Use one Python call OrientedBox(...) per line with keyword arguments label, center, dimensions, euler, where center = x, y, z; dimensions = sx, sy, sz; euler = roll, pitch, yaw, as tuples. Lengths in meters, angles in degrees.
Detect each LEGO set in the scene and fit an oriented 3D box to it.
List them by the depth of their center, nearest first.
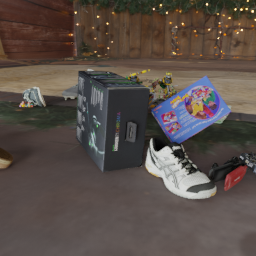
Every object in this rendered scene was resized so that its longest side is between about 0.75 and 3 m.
OrientedBox(label="LEGO set", center=(1.195, -1.798, 12.688), dimensions=(2.613, 2.009, 1.514), euler=(7, -18, -13))

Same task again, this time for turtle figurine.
OrientedBox(label="turtle figurine", center=(2.220, -1.909, 15.153), dimensions=(1.120, 0.831, 1.155), euler=(0, 14, 14))

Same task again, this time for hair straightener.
OrientedBox(label="hair straightener", center=(2.550, 0.909, 6.968), dimensions=(0.859, 0.457, 2.233), euler=(16, 24, 40))

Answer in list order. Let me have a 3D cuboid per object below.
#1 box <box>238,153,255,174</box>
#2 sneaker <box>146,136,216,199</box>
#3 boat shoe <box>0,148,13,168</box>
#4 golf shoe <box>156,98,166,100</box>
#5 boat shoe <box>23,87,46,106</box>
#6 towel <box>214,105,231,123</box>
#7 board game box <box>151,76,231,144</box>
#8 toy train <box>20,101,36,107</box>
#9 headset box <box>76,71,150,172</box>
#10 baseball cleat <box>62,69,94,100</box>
OrientedBox(label="box", center=(3.284, 0.894, 6.928), dimensions=(0.851, 0.185, 0.682), euler=(5, 28, -28))
OrientedBox(label="sneaker", center=(1.112, 0.835, 6.454), dimensions=(0.807, 0.936, 2.134), euler=(-10, 22, -33))
OrientedBox(label="boat shoe", center=(-4.176, 0.732, 7.105), dimensions=(2.357, 0.760, 0.840), euler=(15, 8, -11))
OrientedBox(label="golf shoe", center=(1.710, -1.209, 13.794), dimensions=(1.272, 0.498, 0.619), euler=(-4, -3, -19))
OrientedBox(label="boat shoe", center=(-4.712, -1.494, 13.919), dimensions=(0.826, 0.973, 2.674), euler=(-22, 22, -19))
OrientedBox(label="towel", center=(3.462, -0.736, 12.374), dimensions=(1.853, 0.284, 2.429), euler=(11, 21, 27))
OrientedBox(label="board game box", center=(1.837, -0.479, 8.307), dimensions=(1.920, 1.291, 0.430), euler=(-31, -10, -1))
OrientedBox(label="toy train", center=(-5.023, -1.207, 13.912), dimensions=(0.834, 0.232, 0.626), euler=(3, 18, 11))
OrientedBox(label="headset box", center=(-0.508, -0.285, 7.656), dimensions=(1.160, 2.178, 2.501), euler=(-4, 21, -26))
OrientedBox(label="baseball cleat", center=(-2.556, -2.548, 15.950), dimensions=(1.006, 1.536, 2.885), euler=(19, 28, 35))
